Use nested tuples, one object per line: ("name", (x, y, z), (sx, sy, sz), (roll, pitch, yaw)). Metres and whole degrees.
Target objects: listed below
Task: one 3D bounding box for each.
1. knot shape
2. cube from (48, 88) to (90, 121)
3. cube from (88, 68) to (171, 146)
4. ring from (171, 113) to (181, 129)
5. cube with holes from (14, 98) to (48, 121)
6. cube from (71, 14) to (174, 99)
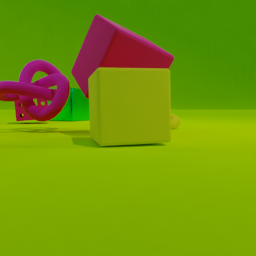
("knot shape", (-2.188, -0.868, 6.356), (1.687, 0.833, 1.803), (-7, 38, -12))
("cube", (-2.449, -0.972, 11.809), (1.312, 1.312, 1.312), (2, 4, 27))
("cube", (-0.019, -0.318, 4.283), (1.037, 1.037, 1.037), (-2, 3, -14))
("ring", (0.767, -0.251, 7.339), (1.230, 0.246, 1.230), (9, 17, -3))
("cube with holes", (-3.300, -0.822, 9.658), (1.043, 1.043, 1.043), (-5, 7, -16))
("cube", (-0.170, -1.237, 5.545), (1.313, 1.313, 1.313), (16, 23, -32))
